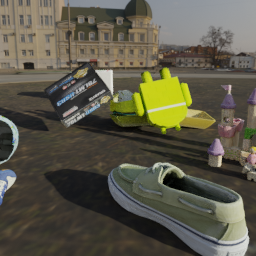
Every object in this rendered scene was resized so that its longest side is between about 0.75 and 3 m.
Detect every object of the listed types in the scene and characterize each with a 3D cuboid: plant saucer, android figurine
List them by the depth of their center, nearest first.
[{"bbox_3d":[1.136,-0.872,9.092,1.942,2.134,0.438,-14,-10,-10],"label":"android figurine"},{"bbox_3d":[0.252,-0.318,10.330,1.696,0.407,1.699,-3,6,-11],"label":"plant saucer"},{"bbox_3d":[2.168,-0.388,10.567,1.776,0.430,1.776,8,14,-1],"label":"plant saucer"}]

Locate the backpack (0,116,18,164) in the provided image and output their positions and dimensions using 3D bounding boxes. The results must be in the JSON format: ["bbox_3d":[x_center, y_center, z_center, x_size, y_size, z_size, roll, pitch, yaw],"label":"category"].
[{"bbox_3d":[-3.556,0.203,6.536,1.878,1.532,1.444,5,0,-6],"label":"backpack"}]

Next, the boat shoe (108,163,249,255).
[{"bbox_3d":[0.645,0.989,4.451,0.989,0.852,2.746,-11,18,-38],"label":"boat shoe"}]

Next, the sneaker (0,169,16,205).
[{"bbox_3d":[-2.309,1.161,4.823,0.551,0.471,1.251,16,25,16],"label":"sneaker"}]

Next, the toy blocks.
[{"bbox_3d":[3.025,-0.021,6.523,2.023,1.822,2.165,11,18,36],"label":"toy blocks"}]

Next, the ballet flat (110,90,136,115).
[{"bbox_3d":[-0.153,-0.951,10.367,0.889,0.892,2.660,-11,8,-18],"label":"ballet flat"}]

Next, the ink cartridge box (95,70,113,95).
[{"bbox_3d":[-2.140,-2.615,17.096,2.378,1.737,1.745,0,15,0],"label":"ink cartridge box"}]

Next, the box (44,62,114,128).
[{"bbox_3d":[-1.729,-1.196,9.675,1.916,0.476,1.902,-33,52,-4],"label":"box"}]
